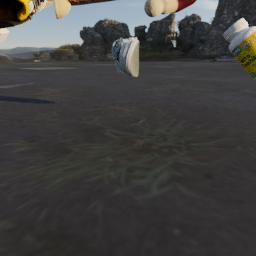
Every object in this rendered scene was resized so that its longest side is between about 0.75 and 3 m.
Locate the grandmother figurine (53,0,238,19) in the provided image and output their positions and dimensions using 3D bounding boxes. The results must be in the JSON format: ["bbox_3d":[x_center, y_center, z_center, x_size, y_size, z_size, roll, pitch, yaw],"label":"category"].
[{"bbox_3d":[0.381,-2.054,3.800,2.699,1.636,0.817,-3,-18,-6],"label":"grandmother figurine"}]

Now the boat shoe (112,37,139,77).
[{"bbox_3d":[-0.103,-1.929,7.381,0.780,0.896,2.432,-1,28,1],"label":"boat shoe"}]

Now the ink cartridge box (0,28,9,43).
[{"bbox_3d":[-3.440,-2.449,6.719,0.370,0.876,0.640,-42,7,33],"label":"ink cartridge box"}]

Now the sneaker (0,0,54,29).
[{"bbox_3d":[-2.240,-2.746,6.081,1.087,1.030,2.646,32,57,26],"label":"sneaker"}]

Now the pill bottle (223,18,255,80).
[{"bbox_3d":[3.638,-2.339,8.261,0.969,1.718,0.969,-37,-4,-3],"label":"pill bottle"}]
